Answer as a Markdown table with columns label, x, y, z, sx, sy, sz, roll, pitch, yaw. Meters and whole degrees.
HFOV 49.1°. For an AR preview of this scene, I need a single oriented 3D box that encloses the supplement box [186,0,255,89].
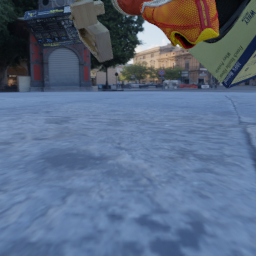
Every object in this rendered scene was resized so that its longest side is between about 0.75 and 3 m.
| label | x | y | z | sx | sy | sz | roll | pitch | yaw |
| --- | --- | --- | --- | --- | --- | --- | --- | --- | --- |
| supplement box | 3.136 | -2.938 | 8.122 | 1.618 | 2.411 | 2.408 | -22 | 62 | -32 |

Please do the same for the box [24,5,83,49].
| label | x | y | z | sx | sy | sz | roll | pitch | yaw |
| --- | --- | --- | --- | --- | --- | --- | --- | --- | --- |
| box | -2.448 | -3.487 | 9.778 | 1.812 | 0.462 | 1.429 | -5 | -27 | 8 |

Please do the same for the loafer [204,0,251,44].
| label | x | y | z | sx | sy | sz | roll | pitch | yaw |
| --- | --- | --- | --- | --- | --- | --- | --- | --- | --- |
| loafer | 2.093 | -2.833 | 5.105 | 0.918 | 2.704 | 0.949 | 26 | 30 | 3 |

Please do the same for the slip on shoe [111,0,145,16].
| label | x | y | z | sx | sy | sz | roll | pitch | yaw |
| --- | --- | --- | --- | --- | --- | --- | --- | --- | --- |
| slip on shoe | 0.500 | -3.871 | 8.609 | 0.791 | 0.957 | 2.584 | 7 | 7 | 44 |

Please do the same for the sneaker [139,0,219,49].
| label | x | y | z | sx | sy | sz | roll | pitch | yaw |
| --- | --- | --- | --- | --- | --- | --- | --- | --- | --- |
| sneaker | 0.796 | -1.902 | 4.996 | 0.940 | 0.994 | 2.576 | -17 | 22 | 3 |

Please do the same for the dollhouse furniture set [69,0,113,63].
| label | x | y | z | sx | sy | sz | roll | pitch | yaw |
| --- | --- | --- | --- | --- | --- | --- | --- | --- | --- |
| dollhouse furniture set | -1.831 | -2.967 | 7.099 | 1.925 | 2.363 | 2.247 | -22 | 44 | -14 |
